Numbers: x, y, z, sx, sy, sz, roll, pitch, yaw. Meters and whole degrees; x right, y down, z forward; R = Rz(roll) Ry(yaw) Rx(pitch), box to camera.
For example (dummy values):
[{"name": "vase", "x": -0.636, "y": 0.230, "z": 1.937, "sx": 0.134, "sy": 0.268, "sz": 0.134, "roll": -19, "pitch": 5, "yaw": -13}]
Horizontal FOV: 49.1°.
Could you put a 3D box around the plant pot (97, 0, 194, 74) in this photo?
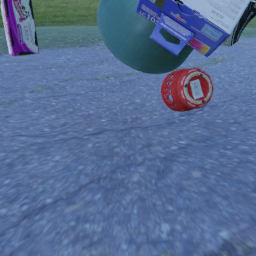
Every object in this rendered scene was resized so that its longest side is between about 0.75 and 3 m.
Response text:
[{"name": "plant pot", "x": 0.762, "y": -2.611, "z": 5.723, "sx": 2.404, "sy": 2.404, "sz": 1.929, "roll": -11, "pitch": -11, "yaw": -23}]

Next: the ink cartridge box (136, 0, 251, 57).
[{"name": "ink cartridge box", "x": 1.049, "y": -2.010, "z": 4.062, "sx": 1.347, "sy": 1.975, "sz": 0.754, "roll": 33, "pitch": -16, "yaw": -1}]

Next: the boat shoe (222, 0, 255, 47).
[{"name": "boat shoe", "x": 3.162, "y": -3.141, "z": 6.803, "sx": 0.874, "sy": 2.558, "sz": 0.944, "roll": 27, "pitch": 28, "yaw": 14}]

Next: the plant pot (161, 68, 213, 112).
[{"name": "plant pot", "x": 1.127, "y": -0.714, "z": 5.220, "sx": 0.818, "sy": 0.818, "sz": 0.745, "roll": -9, "pitch": 5, "yaw": -19}]

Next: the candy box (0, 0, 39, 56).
[{"name": "candy box", "x": -2.377, "y": -2.195, "z": 6.087, "sx": 0.536, "sy": 1.198, "sz": 1.757, "roll": -11, "pitch": 19, "yaw": -23}]
